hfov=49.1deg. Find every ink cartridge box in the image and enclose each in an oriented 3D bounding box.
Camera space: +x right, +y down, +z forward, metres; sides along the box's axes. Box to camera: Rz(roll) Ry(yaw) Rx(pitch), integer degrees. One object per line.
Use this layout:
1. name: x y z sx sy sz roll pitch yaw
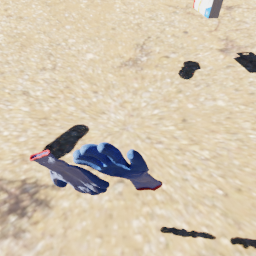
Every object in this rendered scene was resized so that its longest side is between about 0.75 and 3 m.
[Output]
1. ink cartridge box: 2.146 -3.523 7.725 0.354 0.612 1.054 -12 45 -18

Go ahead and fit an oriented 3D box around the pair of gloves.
1. pair of gloves: -0.461 0.615 3.755 1.723 1.385 0.196 -14 52 32
